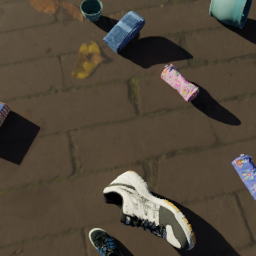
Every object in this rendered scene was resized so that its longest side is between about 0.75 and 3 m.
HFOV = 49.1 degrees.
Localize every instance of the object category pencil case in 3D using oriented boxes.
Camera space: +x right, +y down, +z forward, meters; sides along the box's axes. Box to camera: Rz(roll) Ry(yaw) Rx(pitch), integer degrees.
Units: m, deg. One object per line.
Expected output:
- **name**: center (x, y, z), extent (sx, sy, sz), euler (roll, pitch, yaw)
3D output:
- **pencil case**: center (3.690, 1.438, 8.362), extent (0.590, 0.530, 1.358), euler (-33, 70, 18)
- **pencil case**: center (1.767, -1.537, 9.541), extent (0.620, 0.620, 1.419), euler (-37, 71, -14)

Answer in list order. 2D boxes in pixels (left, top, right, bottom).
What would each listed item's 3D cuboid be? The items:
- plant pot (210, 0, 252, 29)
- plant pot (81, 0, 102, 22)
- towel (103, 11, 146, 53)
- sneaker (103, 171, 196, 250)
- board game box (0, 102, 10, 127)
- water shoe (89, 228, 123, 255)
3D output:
- **plant pot**: center (3.799, -4.519, 10.451), extent (1.261, 1.342, 1.342), euler (21, 69, 24)
- **plant pot**: center (-1.372, -4.450, 10.752), extent (0.819, 0.548, 0.819), euler (0, 67, 0)
- **towel**: center (-0.147, -3.556, 10.270), extent (0.863, 0.375, 1.545), euler (43, 90, 21)
- **sneaker**: center (0.428, 2.331, 7.348), extent (1.221, 1.053, 2.784), euler (-25, 41, -32)
- **board game box**: center (-5.085, -0.404, 9.170), extent (1.875, 0.434, 1.420), euler (20, 69, 8)
- **water shoe**: center (-0.515, 3.296, 7.608), extent (0.507, 0.559, 1.417), euler (-42, 74, -15)
